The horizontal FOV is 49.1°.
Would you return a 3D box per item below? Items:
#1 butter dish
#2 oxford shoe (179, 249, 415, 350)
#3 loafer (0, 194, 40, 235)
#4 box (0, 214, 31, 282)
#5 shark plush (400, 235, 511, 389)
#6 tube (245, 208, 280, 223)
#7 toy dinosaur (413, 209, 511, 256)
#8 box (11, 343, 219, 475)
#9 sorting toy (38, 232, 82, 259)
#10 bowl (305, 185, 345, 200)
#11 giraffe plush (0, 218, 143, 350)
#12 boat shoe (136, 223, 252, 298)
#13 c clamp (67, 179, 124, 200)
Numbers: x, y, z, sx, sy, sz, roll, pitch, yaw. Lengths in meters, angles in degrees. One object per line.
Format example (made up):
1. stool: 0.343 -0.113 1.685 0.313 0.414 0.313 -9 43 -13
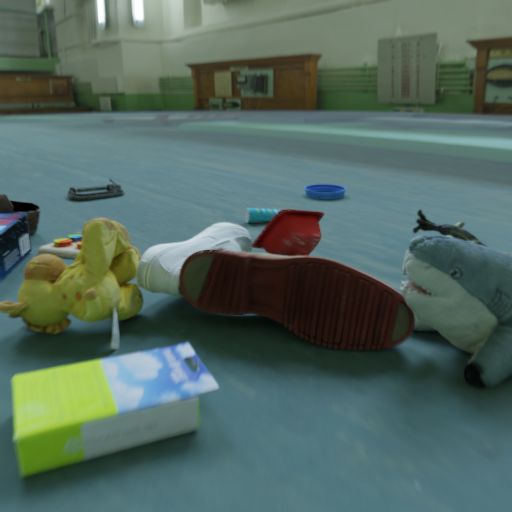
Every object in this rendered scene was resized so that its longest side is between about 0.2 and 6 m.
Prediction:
1. butter dish: 0.701 -0.237 10.279 1.146 1.149 0.849 0 54 -38
2. oxford shoe: 0.598 0.464 7.777 3.176 1.119 1.188 15 7 15
3. loafer: -5.435 -1.036 11.579 0.773 0.751 2.116 47 20 31
4. box: -5.728 0.255 8.845 2.923 0.807 4.280 -1 18 -4
5. shark plush: 3.676 0.435 6.968 3.951 1.646 1.795 -1 19 -4
6. tube: 0.438 -0.950 13.320 1.386 0.349 0.537 -1 31 -18
7. toy dinosaur: 3.705 -0.240 10.503 1.427 0.769 3.239 14 18 -3
8. box: -1.449 1.473 5.749 1.904 0.454 1.161 -8 20 -23
9. sorting toy: -3.547 -0.253 11.296 1.159 0.228 1.252 6 20 17
10. bowl: 1.968 -1.824 16.012 1.163 0.228 1.163 0 18 0
11. giraffe plush: -2.564 0.468 7.756 1.522 1.619 1.877 -7 53 10
12. boat shoe: -0.707 0.078 9.024 0.922 0.969 2.691 21 16 27
13. c clamp: -4.644 -1.859 16.200 1.808 0.245 1.544 -14 28 -40
